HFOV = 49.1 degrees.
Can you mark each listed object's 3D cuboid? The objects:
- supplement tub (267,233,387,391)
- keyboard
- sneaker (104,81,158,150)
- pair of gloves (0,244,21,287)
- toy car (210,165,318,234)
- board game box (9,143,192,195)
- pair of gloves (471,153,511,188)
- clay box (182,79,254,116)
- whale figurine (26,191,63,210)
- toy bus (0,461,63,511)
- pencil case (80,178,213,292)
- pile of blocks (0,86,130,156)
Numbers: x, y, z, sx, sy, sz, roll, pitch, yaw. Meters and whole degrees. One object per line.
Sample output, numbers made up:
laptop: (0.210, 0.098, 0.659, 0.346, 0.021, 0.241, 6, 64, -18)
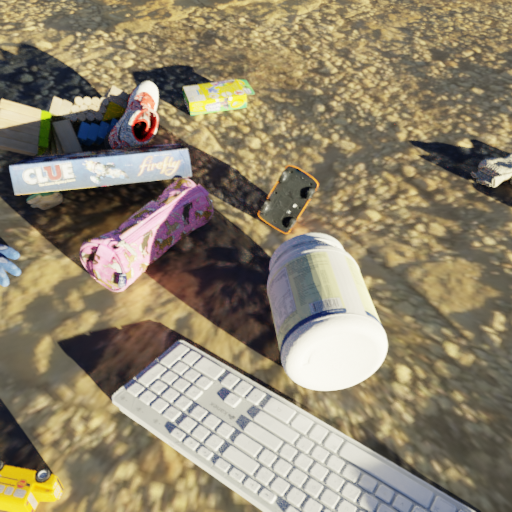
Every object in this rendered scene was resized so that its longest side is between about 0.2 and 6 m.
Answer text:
supplement tub: (0.895, 0.719, 7.755, 1.385, 1.385, 1.910, -5, 41, -5)
keyboard: (0.512, 2.482, 6.614, 4.923, 0.262, 1.385, 25, 47, 25)
sneaker: (-2.387, -3.058, 12.019, 1.106, 0.689, 2.064, -6, 50, 44)
pair of gloves: (-4.991, 0.356, 9.058, 1.699, 0.241, 2.113, 25, 46, 28)
toy car: (-0.106, -1.264, 10.269, 2.451, 1.202, 0.816, 16, 17, 10)
board game box: (-2.807, -1.677, 10.455, 2.983, 0.516, 2.021, -8, 16, -11)
pair of gloves: (5.400, -1.530, 11.120, 1.602, 0.330, 1.884, -21, 45, -22)
clay box: (-0.918, -3.916, 13.775, 1.633, 0.389, 0.938, -10, 42, -12)
whale figurine: (-3.936, -1.107, 10.349, 0.615, 0.401, 0.773, -24, -3, 14)
toy bus: (-2.791, 2.632, 6.363, 1.087, 0.354, 0.426, 7, 42, 8)
pencil case: (-1.746, -0.406, 9.286, 1.029, 0.985, 2.379, 9, 37, 35)
pile of blocks: (-4.055, -2.738, 12.191, 3.350, 1.375, 1.041, -20, 2, -34)
